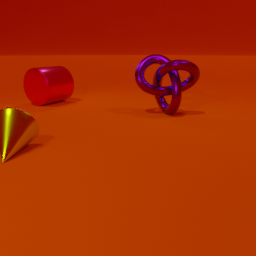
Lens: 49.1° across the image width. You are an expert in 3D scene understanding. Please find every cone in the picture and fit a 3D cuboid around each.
[{"bbox_3d":[-2.289,0.302,5.397,0.973,0.973,0.977,-1,42,-5],"label":"cone"}]

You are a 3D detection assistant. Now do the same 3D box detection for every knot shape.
[{"bbox_3d":[1.181,-1.275,8.542,1.901,1.779,0.879,9,29,24],"label":"knot shape"}]

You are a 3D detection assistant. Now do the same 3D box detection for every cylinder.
[{"bbox_3d":[-2.932,-1.600,10.435,1.335,1.335,1.335,10,19,30],"label":"cylinder"}]
